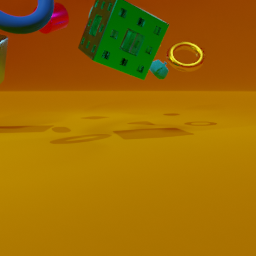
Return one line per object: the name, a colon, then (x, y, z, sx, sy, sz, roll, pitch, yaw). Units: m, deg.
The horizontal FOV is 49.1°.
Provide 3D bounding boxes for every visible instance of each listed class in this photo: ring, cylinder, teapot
ring: (-2.160, -2.496, 5.274, 1.526, 1.526, 0.305, -5, -10, -30)
ring: (1.752, -2.178, 8.536, 1.160, 1.160, 0.232, 0, -31, -1)
cylinder: (-2.649, -3.784, 9.640, 0.881, 0.881, 0.881, 6, 32, 34)
teapot: (1.368, -2.522, 11.863, 0.690, 0.876, 1.409, -43, 2, 18)

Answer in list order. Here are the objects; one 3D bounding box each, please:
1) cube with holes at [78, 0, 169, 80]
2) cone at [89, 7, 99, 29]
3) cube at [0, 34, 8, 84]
cube with holes: (-0.162, -2.095, 6.452, 1.326, 1.326, 1.326, 15, 19, -31)
cone: (-0.451, -3.029, 7.985, 0.956, 0.953, 0.953, 28, 22, 29)
cube: (-4.053, -1.825, 7.348, 1.330, 1.330, 1.330, 11, 24, -14)
